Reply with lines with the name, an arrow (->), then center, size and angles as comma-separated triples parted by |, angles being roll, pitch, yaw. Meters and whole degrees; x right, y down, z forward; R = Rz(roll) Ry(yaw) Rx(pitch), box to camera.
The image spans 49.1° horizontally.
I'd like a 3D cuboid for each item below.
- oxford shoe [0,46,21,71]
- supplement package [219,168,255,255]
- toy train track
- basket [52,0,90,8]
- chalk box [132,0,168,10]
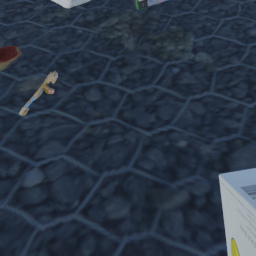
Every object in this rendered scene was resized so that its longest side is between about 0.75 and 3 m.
oxford shoe -> -2.580, -1.405, 5.779 | 0.927, 0.347, 0.326 | -20, 77, 7
supplement package -> 1.066, 0.798, 1.652 | 0.750, 0.995, 0.755 | -9, 9, 1
toy train track -> -1.672, -0.593, 5.330 | 0.217, 1.333, 0.765 | 37, 39, -24
basket -> -1.538, -3.642, 5.463 | 2.282, 1.408, 1.547 | 31, 45, 8
chalk box -> 0.536, -3.829, 7.042 | 1.083, 1.090, 1.747 | -20, 57, -3
